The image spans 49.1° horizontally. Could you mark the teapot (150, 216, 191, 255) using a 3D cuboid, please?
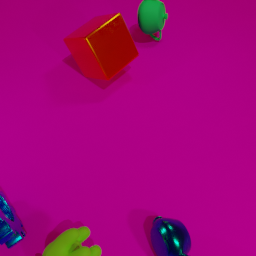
[{"bbox_3d":[0.866,2.101,5.226,0.666,0.846,1.360,-10,25,-24],"label":"teapot"}]

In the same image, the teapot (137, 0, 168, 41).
[{"bbox_3d":[0.833,-3.642,8.990,0.886,1.810,1.125,10,50,22],"label":"teapot"}]

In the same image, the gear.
[{"bbox_3d":[-2.471,1.506,5.226,0.280,1.515,1.515,-34,60,-17],"label":"gear"}]

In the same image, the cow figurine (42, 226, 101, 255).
[{"bbox_3d":[-1.123,2.224,4.591,1.337,1.359,0.746,-36,69,-4],"label":"cow figurine"}]

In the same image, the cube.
[{"bbox_3d":[-0.748,-2.291,7.945,1.312,1.312,1.312,-43,35,-21],"label":"cube"}]
